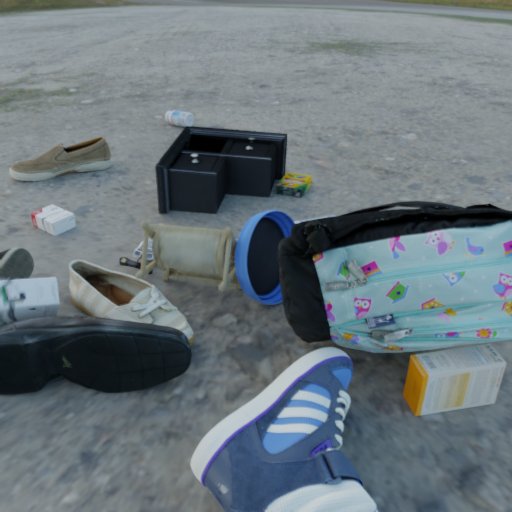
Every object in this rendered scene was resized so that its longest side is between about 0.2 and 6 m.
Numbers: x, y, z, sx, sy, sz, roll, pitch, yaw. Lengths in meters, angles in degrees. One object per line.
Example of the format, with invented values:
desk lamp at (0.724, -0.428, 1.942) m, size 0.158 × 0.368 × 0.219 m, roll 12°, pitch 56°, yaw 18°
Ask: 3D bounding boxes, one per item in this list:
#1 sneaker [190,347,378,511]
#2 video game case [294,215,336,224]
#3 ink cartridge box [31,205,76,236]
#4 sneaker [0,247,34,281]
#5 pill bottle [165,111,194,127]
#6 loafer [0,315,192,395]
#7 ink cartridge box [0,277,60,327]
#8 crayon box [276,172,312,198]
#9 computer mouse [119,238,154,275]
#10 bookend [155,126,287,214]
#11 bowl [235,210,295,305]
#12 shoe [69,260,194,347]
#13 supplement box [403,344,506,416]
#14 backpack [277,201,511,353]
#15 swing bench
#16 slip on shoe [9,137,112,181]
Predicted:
sneaker at (0.825, 2.358, 6.539) m, size 2.015 × 1.109 × 2.753 m, roll 33°, pitch 41°, yaw 32°
video game case at (1.450, -0.587, 12.261) m, size 1.016 × 0.117 × 0.926 m, roll -10°, pitch 33°, yaw -16°
ink cartridge box at (-4.476, -0.792, 12.386) m, size 0.805 × 0.334 × 0.591 m, roll 22°, pitch 37°, yaw 32°
sneaker at (-4.843, 0.692, 9.677) m, size 1.118 × 0.787 × 2.104 m, roll -8°, pitch 31°, yaw 23°
pill bottle at (-2.545, -4.527, 18.479) m, size 0.891 × 0.484 × 0.484 m, roll 17°, pitch 35°, yaw 26°
loafer at (-2.491, 1.270, 8.239) m, size 3.145 × 1.145 × 1.137 m, roll 1°, pitch 27°, yaw -1°
ink cartridge box at (-3.789, 0.769, 8.801) m, size 1.210 × 0.884 × 0.510 m, roll -3°, pitch 62°, yaw -27°
crayon box at (0.987, -1.836, 14.203) m, size 0.667 × 0.267 × 1.050 m, roll 11°, pitch 32°, yaw 17°
computer mouse at (-2.159, 0.002, 11.045) m, size 0.701 × 0.281 × 1.279 m, roll 11°, pitch 25°, yaw 9°
bookend at (-0.749, -2.037, 13.569) m, size 2.676 × 1.240 × 2.693 m, roll 6°, pitch 33°, yaw 7°
bowl at (0.223, 0.022, 9.822) m, size 0.326 × 1.661 × 1.661 m, roll 4°, pitch 27°, yaw 38°
shoe at (-2.182, 0.810, 9.282) m, size 2.816 × 0.752 × 0.984 m, roll 21°, pitch 37°, yaw 31°
supplement box at (2.733, 1.715, 7.776) m, size 1.226 × 0.773 × 0.451 m, roll -5°, pitch 31°, yaw -10°
backpack at (2.177, 0.320, 8.252) m, size 3.417 × 2.163 × 2.851 m, roll -6°, pitch 6°, yaw 9°
swing bench at (-1.065, 0.025, 9.800) m, size 1.562 × 1.019 × 1.570 m, roll 6°, pitch -2°, yaw 10°
slip on shoe at (-5.226, -2.621, 14.983) m, size 2.631 × 0.797 × 1.000 m, roll -10°, pitch 32°, yaw -17°
